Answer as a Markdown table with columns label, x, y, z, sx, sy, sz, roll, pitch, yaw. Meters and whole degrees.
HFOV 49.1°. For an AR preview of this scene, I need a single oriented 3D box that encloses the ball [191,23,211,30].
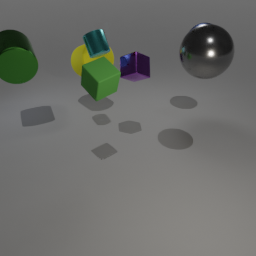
| label | x | y | z | sx | sy | sz | roll | pitch | yaw |
| --- | --- | --- | --- | --- | --- | --- | --- | --- | --- |
| ball | 2.936 | -3.339 | 10.858 | 1.400 | 1.400 | 1.400 | 0 | 30 | 0 |

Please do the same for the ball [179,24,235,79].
| label | x | y | z | sx | sy | sz | roll | pitch | yaw |
| --- | --- | --- | --- | --- | --- | --- | --- | --- | --- |
| ball | 2.055 | -1.992 | 7.369 | 1.400 | 1.400 | 1.400 | 0 | 30 | 0 |

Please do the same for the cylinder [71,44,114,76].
| label | x | y | z | sx | sy | sz | roll | pitch | yaw |
| --- | --- | --- | --- | --- | --- | --- | --- | --- | --- |
| cylinder | -1.502 | -2.839 | 11.705 | 1.400 | 1.400 | 1.400 | -18 | 15 | -28 |

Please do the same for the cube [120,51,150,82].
| label | x | y | z | sx | sy | sz | roll | pitch | yaw |
| --- | --- | --- | --- | --- | --- | --- | --- | --- | --- |
| cube | 0.226 | -1.937 | 8.942 | 0.700 | 0.700 | 0.700 | -7 | -9 | 41 |

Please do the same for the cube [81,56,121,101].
| label | x | y | z | sx | sy | sz | roll | pitch | yaw |
| --- | --- | --- | --- | --- | --- | --- | --- | --- | --- |
| cube | -0.703 | -1.245 | 7.094 | 0.700 | 0.700 | 0.700 | -31 | 66 | -29 |

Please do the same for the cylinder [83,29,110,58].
| label | x | y | z | sx | sy | sz | roll | pitch | yaw |
| --- | --- | --- | --- | --- | --- | --- | --- | --- | --- |
| cylinder | -0.999 | -2.671 | 8.904 | 0.700 | 0.700 | 0.700 | -20 | 7 | 2 |

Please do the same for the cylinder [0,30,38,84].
| label | x | y | z | sx | sy | sz | roll | pitch | yaw |
| --- | --- | --- | --- | --- | --- | --- | --- | --- | --- |
| cylinder | -3.980 | -2.489 | 9.794 | 1.400 | 1.400 | 1.400 | -13 | 47 | -21 |
